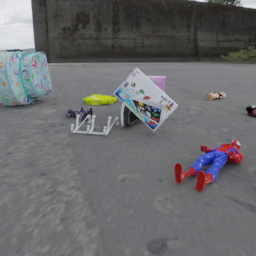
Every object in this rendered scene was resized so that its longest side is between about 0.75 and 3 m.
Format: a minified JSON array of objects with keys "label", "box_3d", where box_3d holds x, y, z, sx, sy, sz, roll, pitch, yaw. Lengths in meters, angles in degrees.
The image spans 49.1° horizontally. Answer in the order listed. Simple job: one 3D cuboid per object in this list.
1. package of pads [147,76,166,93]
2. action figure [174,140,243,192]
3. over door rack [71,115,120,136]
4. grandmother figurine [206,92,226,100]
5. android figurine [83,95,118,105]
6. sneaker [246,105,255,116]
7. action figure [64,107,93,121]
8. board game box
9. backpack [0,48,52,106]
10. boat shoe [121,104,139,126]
[{"label":"package of pads","box_3d":[1.125,-2.272,15.255,1.836,1.106,0.695,1,16,3]},{"label":"action figure","box_3d":[1.976,0.665,6.216,0.794,0.628,2.428,11,16,40]},{"label":"over door rack","box_3d":[-1.048,-0.209,9.236,1.181,0.532,1.598,5,17,12]},{"label":"grandmother figurine","box_3d":[4.630,-1.688,14.665,1.266,0.383,0.768,-7,41,-33]},{"label":"android figurine","box_3d":[-1.365,-1.381,13.630,1.613,0.331,1.468,-5,17,-24]},{"label":"sneaker","box_3d":[5.262,-0.827,11.265,0.916,0.600,1.586,5,18,27]},{"label":"action figure","box_3d":[-1.914,-0.581,10.727,1.237,0.429,0.805,9,24,39]},{"label":"board game box","box_3d":[0.543,-0.871,8.690,1.750,1.105,0.303,44,6,4]},{"label":"backpack","box_3d":[-4.967,-2.342,12.973,2.190,2.583,2.909,0,20,15]},{"label":"boat shoe","box_3d":[0.393,-0.750,10.203,0.801,0.981,2.655,9,21,14]}]
